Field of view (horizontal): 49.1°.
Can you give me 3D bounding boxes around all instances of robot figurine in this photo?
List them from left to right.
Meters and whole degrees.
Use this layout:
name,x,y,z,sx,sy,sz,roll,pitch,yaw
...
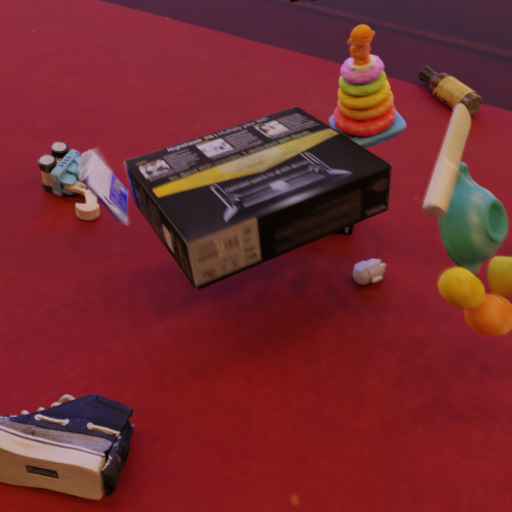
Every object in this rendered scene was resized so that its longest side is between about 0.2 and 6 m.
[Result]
name,x,y,z,sx,sy,sz,roll,pitch,yaw
robot figurine,2.177,0.315,10.870,0.710,0.401,0.603,-21,40,-21

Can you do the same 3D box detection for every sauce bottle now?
name,x,y,z,sx,sy,sz,roll,pitch,yaw
sauce bottle,5.351,-4.656,15.634,0.690,0.690,2.131,-17,47,-16

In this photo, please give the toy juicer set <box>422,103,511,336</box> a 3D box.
name,x,y,z,sx,sy,sz,roll,pitch,yaw
toy juicer set,2.913,-0.268,8.022,0.868,3.189,2.029,-7,31,51

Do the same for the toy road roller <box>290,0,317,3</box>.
name,x,y,z,sx,sy,sz,roll,pitch,yaw
toy road roller,0.961,-5.843,11.680,0.610,0.993,0.725,-4,65,2

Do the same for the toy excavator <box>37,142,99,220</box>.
name,x,y,z,sx,sy,sz,roll,pitch,yaw
toy excavator,-4.083,-1.654,12.635,1.691,0.845,1.644,17,48,4

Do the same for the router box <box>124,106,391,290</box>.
name,x,y,z,sx,sy,sz,roll,pitch,yaw
router box,-0.042,-1.210,9.648,3.671,0.959,2.887,-22,42,-19

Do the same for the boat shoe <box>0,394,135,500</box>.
name,x,y,z,sx,sy,sz,roll,pitch,yaw
boat shoe,-3.132,2.624,8.304,2.757,1.029,1.279,12,34,8

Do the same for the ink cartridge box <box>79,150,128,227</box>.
name,x,y,z,sx,sy,sz,roll,pitch,yaw
ink cartridge box,-2.597,-1.125,9.607,0.237,1.080,1.090,-27,41,10

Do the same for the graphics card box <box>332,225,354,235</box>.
name,x,y,z,sx,sy,sz,roll,pitch,yaw
graphics card box,1.187,-1.039,12.173,1.854,0.472,1.163,5,45,4

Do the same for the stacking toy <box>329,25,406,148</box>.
name,x,y,z,sx,sy,sz,roll,pitch,yaw
stacking toy,1.851,-3.037,9.752,1.219,2.100,1.153,-21,49,-2
